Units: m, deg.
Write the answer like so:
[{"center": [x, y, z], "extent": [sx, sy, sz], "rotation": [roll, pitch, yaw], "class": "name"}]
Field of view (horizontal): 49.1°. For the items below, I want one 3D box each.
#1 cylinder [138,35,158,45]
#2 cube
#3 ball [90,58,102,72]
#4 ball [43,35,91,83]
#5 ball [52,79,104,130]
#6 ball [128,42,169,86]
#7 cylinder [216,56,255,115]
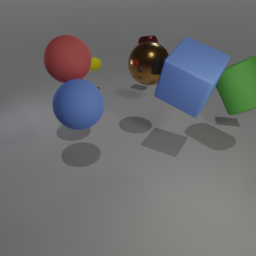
[{"center": [0.964, -4.042, 13.402], "extent": [0.700, 0.700, 0.700], "rotation": [11, 29, 40], "class": "cylinder"}, {"center": [1.785, -1.449, 7.955], "extent": [1.400, 1.400, 1.400], "rotation": [30, 55, 13], "class": "cube"}, {"center": [-1.687, -3.219, 14.236], "extent": [0.700, 0.700, 0.700], "rotation": [0, 29, 0], "class": "ball"}, {"center": [-1.795, -2.039, 8.360], "extent": [1.400, 1.400, 1.400], "rotation": [0, 29, 0], "class": "ball"}, {"center": [-1.363, -0.645, 7.742], "extent": [1.400, 1.400, 1.400], "rotation": [0, 29, 0], "class": "ball"}, {"center": [0.695, -2.095, 9.153], "extent": [1.400, 1.400, 1.400], "rotation": [0, 29, 0], "class": "ball"}, {"center": [3.558, -1.323, 8.791], "extent": [1.400, 1.400, 1.400], "rotation": [-25, 4, 2], "class": "cylinder"}]
